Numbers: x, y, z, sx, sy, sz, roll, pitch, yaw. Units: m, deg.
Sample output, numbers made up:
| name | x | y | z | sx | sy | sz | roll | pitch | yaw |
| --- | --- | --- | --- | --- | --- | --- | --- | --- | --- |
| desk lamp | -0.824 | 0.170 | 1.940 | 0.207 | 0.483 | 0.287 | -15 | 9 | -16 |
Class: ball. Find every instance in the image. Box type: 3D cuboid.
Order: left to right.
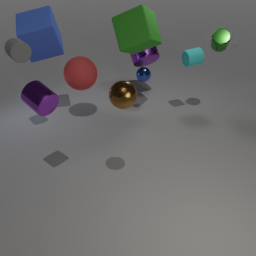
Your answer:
| name | x | y | z | sx | sy | sz | roll | pitch | yaw |
| --- | --- | --- | --- | --- | --- | --- | --- | --- | --- |
| ball | -1.979 | -2.275 | 11.697 | 1.400 | 1.400 | 1.400 | 0 | 29 | 0 |
| ball | -0.118 | -0.807 | 6.835 | 0.700 | 0.700 | 0.700 | 0 | 29 | 0 |
| ball | 0.728 | -2.508 | 13.152 | 0.700 | 0.700 | 0.700 | 0 | 29 | 0 |

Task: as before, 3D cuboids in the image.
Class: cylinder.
| name | x | y | z | sx | sy | sz | roll | pitch | yaw |
| --- | --- | --- | --- | --- | --- | --- | --- | --- | --- |
| cylinder | -3.733 | -2.637 | 9.511 | 0.700 | 0.700 | 0.700 | -19 | 37 | -31 |
| cylinder | -2.297 | -0.776 | 7.327 | 0.700 | 0.700 | 0.700 | 37 | 43 | 20 |
| cylinder | 0.751 | -4.037 | 14.256 | 1.400 | 1.400 | 1.400 | -17 | -7 | -2 |
| cylinder | 2.746 | -2.996 | 11.865 | 0.700 | 0.700 | 0.700 | -16 | 32 | -12 |
| cylinder | 3.738 | -3.554 | 11.343 | 0.700 | 0.700 | 0.700 | 7 | -9 | 12 |

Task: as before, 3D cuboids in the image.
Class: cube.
| name | x | y | z | sx | sy | sz | roll | pitch | yaw |
| --- | --- | --- | --- | --- | --- | --- | --- | --- | --- |
| cube | -3.482 | -3.719 | 11.129 | 1.400 | 1.400 | 1.400 | -16 | 56 | -2 |
| cube | 0.386 | -3.946 | 11.415 | 1.400 | 1.400 | 1.400 | -13 | 4 | 25 |
